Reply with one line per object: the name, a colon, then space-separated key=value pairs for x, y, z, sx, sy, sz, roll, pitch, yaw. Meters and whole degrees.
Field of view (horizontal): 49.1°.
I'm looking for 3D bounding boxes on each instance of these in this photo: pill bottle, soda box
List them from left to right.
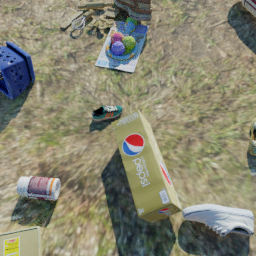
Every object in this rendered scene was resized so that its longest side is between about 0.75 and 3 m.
pill bottle: x=-2.286 y=1.533 z=7.191 sx=0.975 sy=0.557 sz=0.557 roll=5 pitch=57 yaw=3
soda box: x=0.432 y=0.919 z=7.213 sx=0.871 sy=0.922 sz=2.722 roll=-26 pitch=56 yaw=13
pill bottle: x=5.509 y=-5.113 z=11.048 sx=1.507 sy=1.507 sz=2.750 roll=-20 pitch=60 yaw=-13

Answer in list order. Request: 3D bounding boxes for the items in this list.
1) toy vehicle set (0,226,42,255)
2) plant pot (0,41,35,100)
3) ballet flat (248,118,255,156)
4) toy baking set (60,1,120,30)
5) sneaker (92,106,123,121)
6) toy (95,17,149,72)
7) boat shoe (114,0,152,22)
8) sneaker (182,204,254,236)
toy vehicle set: x=-2.700 y=2.842 z=6.548 sx=1.305 sy=0.173 sz=0.811 roll=-9 pitch=57 yaw=-6
plant pot: x=-3.825 y=-1.944 z=9.115 sx=1.307 sy=1.307 sz=1.175 roll=34 pitch=55 yaw=21
ballet flat: x=3.837 y=0.149 z=8.171 sx=0.499 sy=0.499 sz=1.412 roll=19 pitch=58 yaw=12
toy baking set: x=-1.528 y=-4.569 z=11.348 sx=2.341 sy=0.272 sz=1.796 roll=-1 pitch=52 yaw=4
sneaker: x=-0.626 y=-0.516 z=8.651 sx=0.990 sy=0.396 sz=0.353 roll=-19 pitch=58 yaw=-12
toy: x=-0.181 y=-3.239 z=10.354 sx=1.434 sy=0.588 sz=2.490 roll=12 pitch=57 yaw=10
boat shoe: x=0.245 y=-5.192 z=11.183 sx=1.042 sy=0.988 sz=2.752 roll=-12 pitch=44 yaw=-26
sneaker: x=2.176 y=2.227 z=6.684 sx=1.730 sy=0.632 sz=0.612 roll=4 pitch=52 yaw=2
